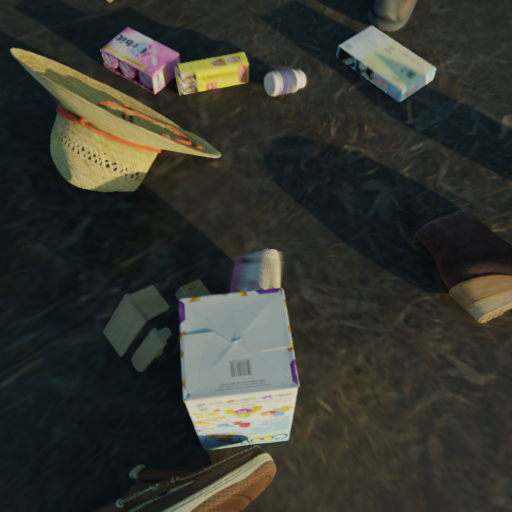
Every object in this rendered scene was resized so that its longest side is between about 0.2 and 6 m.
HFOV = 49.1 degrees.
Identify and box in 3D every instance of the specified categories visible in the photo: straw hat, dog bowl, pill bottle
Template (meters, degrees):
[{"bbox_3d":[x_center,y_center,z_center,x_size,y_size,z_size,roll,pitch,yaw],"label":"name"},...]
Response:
[{"bbox_3d":[-2.769,-2.021,10.161,3.944,3.944,1.669,33,105,18],"label":"straw hat"},{"bbox_3d":[-0.012,0.618,8.835,0.550,1.491,1.491,4,59,12],"label":"dog bowl"},{"bbox_3d":[0.627,-3.712,11.958,0.839,0.466,0.466,-19,60,-28],"label":"pill bottle"}]

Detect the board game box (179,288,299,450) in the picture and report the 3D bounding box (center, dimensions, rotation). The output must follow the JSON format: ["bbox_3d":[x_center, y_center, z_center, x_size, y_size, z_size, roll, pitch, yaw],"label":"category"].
[{"bbox_3d":[-0.226,1.628,7.577,1.328,2.533,1.304,-6,59,-3],"label":"board game box"}]

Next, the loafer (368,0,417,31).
[{"bbox_3d":[3.637,-6.861,13.538,1.223,1.071,3.404,18,61,10],"label":"loafer"}]

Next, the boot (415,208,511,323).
[{"bbox_3d":[4.193,-0.109,9.602,2.364,0.855,1.966,-21,63,-9],"label":"boot"}]

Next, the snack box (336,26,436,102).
[{"bbox_3d":[2.855,-4.274,12.397,1.115,0.356,1.920,-36,65,-20],"label":"snack box"}]

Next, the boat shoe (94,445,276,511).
[{"bbox_3d":[-1.306,3.259,7.437,3.165,1.169,1.171,-27,57,-15],"label":"boat shoe"}]

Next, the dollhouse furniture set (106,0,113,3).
[{"bbox_3d":[-2.833,-6.927,14.031,1.740,1.418,1.655,-33,58,21],"label":"dollhouse furniture set"}]

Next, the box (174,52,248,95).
[{"bbox_3d":[-0.955,-3.920,12.075,1.551,0.584,0.389,-13,61,-9],"label":"box"}]

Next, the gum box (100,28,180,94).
[{"bbox_3d":[-2.560,-4.325,12.333,1.582,0.523,0.898,32,64,18],"label":"gum box"}]

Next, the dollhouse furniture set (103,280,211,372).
[{"bbox_3d":[-1.408,1.212,9.123,1.386,1.129,1.318,-24,70,-47],"label":"dollhouse furniture set"}]
